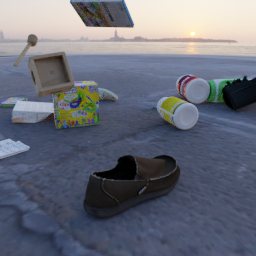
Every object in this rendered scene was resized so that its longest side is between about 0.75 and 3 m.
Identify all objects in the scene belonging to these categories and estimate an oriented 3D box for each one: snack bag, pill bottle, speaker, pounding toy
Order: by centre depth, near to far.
[{"bbox_3d":[-3.963,0.636,8.753,1.339,0.143,1.262,17,26,41],"label":"snack bag"},{"bbox_3d":[-2.772,-1.949,8.838,1.597,1.818,0.832,-17,-3,-24],"label":"pounding toy"},{"bbox_3d":[1.893,-0.673,11.171,1.028,1.028,1.828,-7,21,-19],"label":"pill bottle"},{"bbox_3d":[5.562,-1.968,14.661,2.802,1.239,1.239,-2,19,-4],"label":"speaker"},{"bbox_3d":[3.403,-2.182,15.165,1.293,1.293,2.289,-3,18,-8],"label":"pill bottle"}]

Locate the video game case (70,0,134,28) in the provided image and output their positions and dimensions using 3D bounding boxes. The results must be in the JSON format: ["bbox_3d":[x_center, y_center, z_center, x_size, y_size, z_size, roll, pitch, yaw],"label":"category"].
[{"bbox_3d":[-1.157,-5.303,12.984,2.583,0.230,1.849,8,-14,19],"label":"video game case"}]

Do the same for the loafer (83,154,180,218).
[{"bbox_3d":[0.238,1.055,6.258,2.709,0.966,0.989,-18,26,-42],"label":"loafer"}]

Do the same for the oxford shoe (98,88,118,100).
[{"bbox_3d":[-1.490,-1.799,15.218,2.101,0.607,0.790,19,-19,24],"label":"oxford shoe"}]

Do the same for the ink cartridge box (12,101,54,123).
[{"bbox_3d":[-3.749,-0.679,12.250,2.294,0.575,1.860,5,16,-17],"label":"ink cartridge box"}]

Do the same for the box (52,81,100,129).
[{"bbox_3d":[-2.067,-0.952,11.052,1.697,1.635,1.035,-5,20,-16],"label":"box"}]

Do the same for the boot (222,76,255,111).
[{"bbox_3d":[5.833,-1.350,12.924,2.263,1.022,2.762,-17,49,0],"label":"boot"}]

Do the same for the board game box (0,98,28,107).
[{"bbox_3d":[-5.858,-1.321,14.350,0.903,0.195,1.342,2,19,3],"label":"board game box"}]
